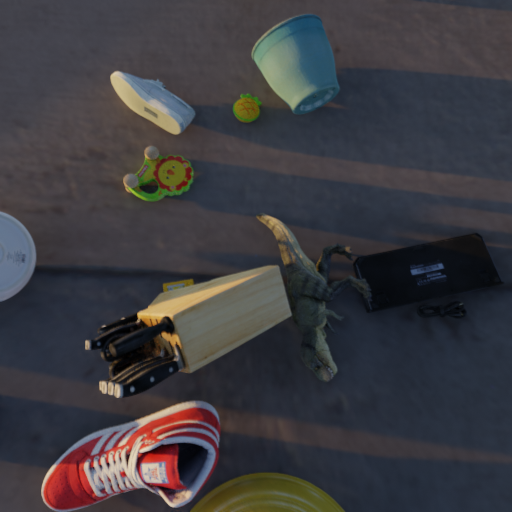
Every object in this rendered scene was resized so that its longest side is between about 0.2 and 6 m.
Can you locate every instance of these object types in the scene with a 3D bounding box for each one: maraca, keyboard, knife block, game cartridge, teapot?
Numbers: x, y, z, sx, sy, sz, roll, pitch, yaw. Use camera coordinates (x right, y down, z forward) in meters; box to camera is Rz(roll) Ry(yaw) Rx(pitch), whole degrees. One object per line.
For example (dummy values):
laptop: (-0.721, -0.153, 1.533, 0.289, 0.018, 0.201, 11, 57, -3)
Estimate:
maraca: (-0.172, -2.948, 11.126, 0.530, 0.414, 0.773, 24, 54, -6)
keyboard: (3.080, 0.492, 9.934, 2.463, 0.316, 1.479, -12, 64, -3)
knife block: (-0.936, 1.128, 8.319, 2.860, 2.511, 0.915, -14, 101, 5)
game cartridge: (-1.361, 0.683, 9.964, 0.543, 0.088, 0.479, -10, 71, -2)
teapot: (-4.704, 0.034, 9.631, 1.722, 1.258, 1.700, -43, 104, -32)

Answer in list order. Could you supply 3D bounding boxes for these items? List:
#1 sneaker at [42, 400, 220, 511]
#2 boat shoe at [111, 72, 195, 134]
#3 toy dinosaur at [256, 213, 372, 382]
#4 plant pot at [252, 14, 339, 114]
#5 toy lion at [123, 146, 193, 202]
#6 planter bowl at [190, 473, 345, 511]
sneaker: (-1.850, 3.128, 8.147, 2.886, 1.623, 1.028, -25, 98, -6)
boat shoe: (-2.024, -3.122, 11.114, 1.863, 0.650, 0.663, 36, 61, 10)
toy dinosaur: (1.104, 0.433, 9.743, 1.445, 0.778, 3.279, -17, 68, 1)
plant pot: (0.887, -3.599, 10.867, 1.497, 1.497, 1.407, -24, 84, -8)
toy lion: (-1.790, -1.488, 10.647, 1.065, 0.382, 1.111, 32, 73, 3)
planter bowl: (0.182, 4.731, 7.855, 3.151, 1.312, 3.151, 0, 69, 0)
